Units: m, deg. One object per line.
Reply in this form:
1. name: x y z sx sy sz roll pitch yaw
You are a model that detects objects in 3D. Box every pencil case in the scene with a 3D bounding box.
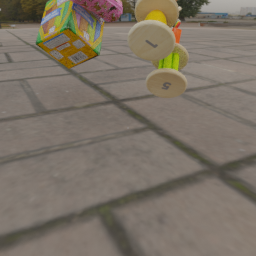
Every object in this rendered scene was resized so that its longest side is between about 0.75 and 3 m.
1. pencil case: -1.025 -4.106 8.875 0.952 0.911 2.200 53 23 17

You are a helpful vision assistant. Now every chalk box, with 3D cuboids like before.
1. chalk box: -1.920 -3.736 9.875 1.591 2.557 1.583 -14 -30 32

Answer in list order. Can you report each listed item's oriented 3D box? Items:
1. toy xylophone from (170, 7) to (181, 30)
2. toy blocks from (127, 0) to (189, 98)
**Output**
1. toy xylophone: 1.528 -3.455 9.532 0.373 1.086 1.483 31 44 -7
2. toy blocks: 0.724 -1.968 5.433 0.794 1.823 2.187 -3 56 22
